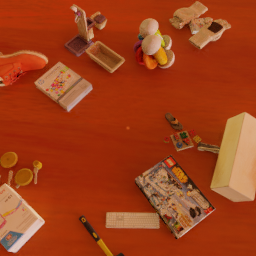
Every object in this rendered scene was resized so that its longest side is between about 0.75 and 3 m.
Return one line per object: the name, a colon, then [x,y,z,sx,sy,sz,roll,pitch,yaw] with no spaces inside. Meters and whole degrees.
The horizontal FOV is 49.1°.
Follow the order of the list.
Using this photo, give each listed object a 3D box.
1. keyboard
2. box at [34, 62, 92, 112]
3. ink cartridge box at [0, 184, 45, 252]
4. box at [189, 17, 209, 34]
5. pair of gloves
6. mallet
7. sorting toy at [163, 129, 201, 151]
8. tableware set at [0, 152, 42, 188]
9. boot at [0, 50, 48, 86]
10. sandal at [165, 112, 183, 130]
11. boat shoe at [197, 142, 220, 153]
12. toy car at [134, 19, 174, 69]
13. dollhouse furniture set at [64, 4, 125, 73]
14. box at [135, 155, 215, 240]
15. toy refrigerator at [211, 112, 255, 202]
keyboard: [0.153,3.049,9.250,1.748,0.093,0.492,1,63,0]
box: [-2.643,-1.737,11.524,1.872,0.385,1.460,36,68,18]
ink cartridge box: [-3.794,2.855,8.980,1.749,0.740,1.264,37,69,18]
box: [3.432,-4.819,13.187,1.010,0.208,0.787,-7,63,-3]
pair of gloves: [3.248,-4.856,12.869,2.022,0.417,2.378,-32,67,-14]
mallet: [-0.943,3.684,8.790,2.121,0.437,0.699,38,64,21]
sorting toy: [2.071,0.433,10.502,1.381,0.234,0.666,-16,64,-8]
tableware set: [-4.097,1.485,9.964,1.981,0.304,1.335,-5,60,-1]
boot: [-4.630,-2.389,11.612,2.653,0.995,1.422,-6,69,3]
sandal: [1.774,-0.287,10.857,0.368,0.246,0.902,-28,67,-14]
boat shoe: [3.065,0.706,10.305,0.995,0.333,0.284,9,63,5]
toy car: [0.951,-3.398,11.865,1.508,1.760,2.011,-22,59,30]
dollhouse furniture set: [-1.085,-4.049,11.747,2.907,2.063,2.303,39,69,18]
box: [1.531,2.256,9.430,1.591,0.463,2.323,-31,67,-15]
toy refrigerator: [3.831,0.991,9.692,1.079,0.994,2.842,29,65,-13]
